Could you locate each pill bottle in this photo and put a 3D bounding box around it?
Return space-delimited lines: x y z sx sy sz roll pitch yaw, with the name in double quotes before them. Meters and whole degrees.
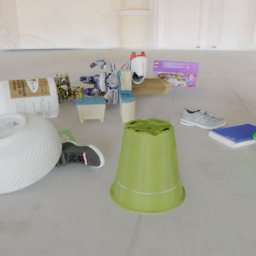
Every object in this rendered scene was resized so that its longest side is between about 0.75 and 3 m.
"pill bottle" -3.595 -0.903 9.223 2.394 1.369 1.369 -8 21 -21

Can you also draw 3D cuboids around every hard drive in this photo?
"hard drive" 3.209 0.186 7.920 1.502 0.191 0.991 -9 22 -24

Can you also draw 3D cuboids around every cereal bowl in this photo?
"cereal bowl" -2.468 0.301 5.786 2.062 0.859 2.062 -5 36 4

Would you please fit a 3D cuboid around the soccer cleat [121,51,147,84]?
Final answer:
"soccer cleat" 0.266 -2.378 12.078 0.900 1.117 2.622 -6 -5 -13

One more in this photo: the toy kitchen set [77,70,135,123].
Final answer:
"toy kitchen set" -0.765 -1.214 10.038 1.919 1.411 2.395 -1 19 -4

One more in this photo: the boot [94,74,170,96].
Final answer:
"boot" 0.096 -1.947 13.034 2.851 0.943 2.497 -9 26 -29

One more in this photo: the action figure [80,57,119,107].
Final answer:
"action figure" -1.193 -1.716 11.115 1.020 1.914 2.941 8 -3 -30

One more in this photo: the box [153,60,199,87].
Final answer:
"box" 2.336 -2.565 13.513 1.980 0.566 2.893 6 -2 11

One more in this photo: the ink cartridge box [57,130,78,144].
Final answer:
"ink cartridge box" -2.464 0.206 7.506 2.018 0.484 1.469 -10 21 -20

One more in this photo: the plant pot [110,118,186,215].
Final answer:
"plant pot" 0.380 0.576 5.102 1.431 1.358 1.431 1 20 0

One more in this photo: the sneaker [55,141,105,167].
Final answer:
"sneaker" -1.196 0.666 6.167 1.493 0.528 0.740 11 24 43

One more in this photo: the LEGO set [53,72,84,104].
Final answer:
"LEGO set" -2.820 -1.617 11.204 1.949 1.129 1.499 -17 18 -24

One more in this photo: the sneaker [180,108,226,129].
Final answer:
"sneaker" 2.337 -0.320 8.772 1.400 0.574 0.523 7 21 18

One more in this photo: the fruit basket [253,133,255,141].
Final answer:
"fruit basket" 4.021 0.224 5.711 2.388 2.388 1.722 -3 20 -9
